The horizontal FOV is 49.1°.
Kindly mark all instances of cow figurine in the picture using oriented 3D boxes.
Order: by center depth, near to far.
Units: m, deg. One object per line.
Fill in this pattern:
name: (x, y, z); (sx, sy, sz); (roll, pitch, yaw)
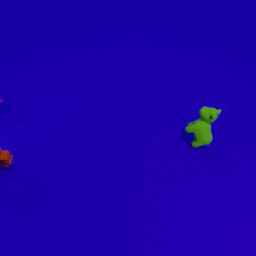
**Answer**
cow figurine: (2.153, -0.034, 7.788); (1.058, 1.076, 0.590); (-18, 11, 31)

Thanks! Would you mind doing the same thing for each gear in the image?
gear: (-3.553, 0.706, 6.908); (1.264, 1.264, 0.234); (1, 65, 1)

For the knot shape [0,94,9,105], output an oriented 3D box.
knot shape: (-4.358, -0.768, 8.837); (1.175, 1.099, 0.543); (-45, 100, -23)
